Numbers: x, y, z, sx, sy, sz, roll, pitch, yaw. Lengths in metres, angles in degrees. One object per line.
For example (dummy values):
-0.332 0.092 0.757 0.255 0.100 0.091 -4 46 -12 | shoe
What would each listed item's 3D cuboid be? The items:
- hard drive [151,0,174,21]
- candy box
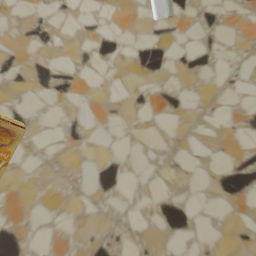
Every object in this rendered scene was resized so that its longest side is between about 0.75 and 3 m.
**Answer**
0.413 -3.582 5.047 0.380 1.906 2.891 -9 116 11 | hard drive
-1.919 0.349 3.669 0.666 0.319 1.154 26 96 -31 | candy box
